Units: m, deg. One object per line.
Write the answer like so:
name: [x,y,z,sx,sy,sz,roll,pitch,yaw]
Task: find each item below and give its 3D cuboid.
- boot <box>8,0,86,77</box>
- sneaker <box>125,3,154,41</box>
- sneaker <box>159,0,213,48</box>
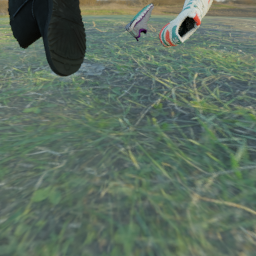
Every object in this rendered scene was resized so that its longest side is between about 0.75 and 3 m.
boot: [-2.114,-2.461,6.853,2.222,2.712,1.004,-4,1,43]
sneaker: [0.496,-3.491,9.263,1.423,0.623,0.529,-52,25,-20]
sneaker: [2.328,-3.918,9.847,2.726,0.960,1.275,-49,29,-4]
